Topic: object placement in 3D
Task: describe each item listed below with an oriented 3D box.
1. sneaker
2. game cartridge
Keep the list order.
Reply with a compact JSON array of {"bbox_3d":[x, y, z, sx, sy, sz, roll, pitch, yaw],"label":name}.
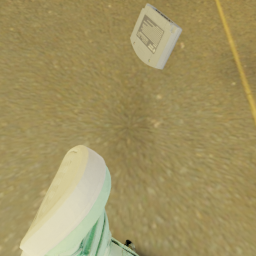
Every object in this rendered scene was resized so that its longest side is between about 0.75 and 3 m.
[{"bbox_3d":[-0.204,1.063,2.627,1.384,2.347,0.864,25,51,-4],"label":"sneaker"},{"bbox_3d":[0.511,-1.871,5.807,0.301,0.979,1.471,11,34,-32],"label":"game cartridge"}]
